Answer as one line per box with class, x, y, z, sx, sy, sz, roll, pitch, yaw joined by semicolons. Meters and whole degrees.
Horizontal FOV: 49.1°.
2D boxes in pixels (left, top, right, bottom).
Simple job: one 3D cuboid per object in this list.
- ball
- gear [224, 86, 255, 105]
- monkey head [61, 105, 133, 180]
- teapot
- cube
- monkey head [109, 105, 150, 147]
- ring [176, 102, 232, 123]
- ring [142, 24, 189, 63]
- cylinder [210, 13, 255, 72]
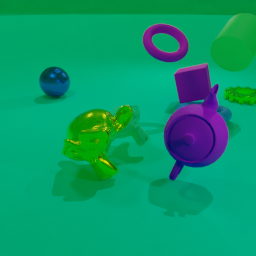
ball;-2.794;-1.758;10.686;1.158;1.158;1.158;0;24;0
gear;4.438;-1.262;10.678;1.464;0.271;1.464;0;24;0
monkey head;-0.650;0.312;5.866;1.880;1.352;1.133;-28;19;24
teapot;1.251;0.111;5.247;1.234;1.985;0.972;28;14;19
cube;2.285;-1.559;9.732;1.054;1.054;1.054;-8;17;22
monkey head;-0.068;-0.004;6.750;1.544;1.111;0.930;-43;8;-32
ring;2.333;-0.485;8.696;1.696;0.339;1.696;1;18;0
ring;1.099;-2.479;8.132;1.387;0.277;1.387;5;62;-9
cylinder;3.174;-2.449;8.063;1.193;1.193;1.193;19;59;36
